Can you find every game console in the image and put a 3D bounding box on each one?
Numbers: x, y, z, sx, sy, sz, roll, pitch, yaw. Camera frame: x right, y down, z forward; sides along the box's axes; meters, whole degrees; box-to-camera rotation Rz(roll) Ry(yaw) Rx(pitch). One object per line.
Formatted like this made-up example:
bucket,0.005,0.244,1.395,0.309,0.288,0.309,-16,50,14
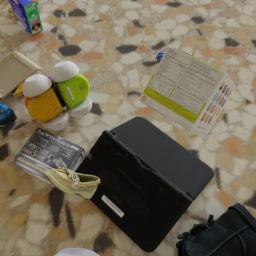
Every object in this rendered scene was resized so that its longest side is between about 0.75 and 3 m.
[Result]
game console,0.439,1.348,7.851,2.951,1.718,2.595,38,96,21

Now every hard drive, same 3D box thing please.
hard drive,-3.637,-1.532,9.634,0.581,0.182,0.861,4,59,2

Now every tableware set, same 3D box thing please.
tableware set,-4.392,-5.005,11.733,0.934,0.213,1.387,18,60,7

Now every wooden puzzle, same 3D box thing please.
wooden puzzle,-4.053,-1.818,9.587,1.916,0.332,2.840,-36,56,-17

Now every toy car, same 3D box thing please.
toy car,-2.215,-1.043,8.631,2.018,1.766,1.513,-33,35,-18

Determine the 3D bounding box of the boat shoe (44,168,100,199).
boat shoe,-0.892,0.865,4.685,0.468,1.282,0.403,33,84,35

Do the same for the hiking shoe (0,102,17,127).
hiking shoe,-4.505,-0.744,8.700,2.227,0.965,0.828,24,62,14

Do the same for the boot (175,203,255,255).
boot,2.473,3.093,6.436,2.018,0.911,2.463,-26,55,-17

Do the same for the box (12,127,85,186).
box,-2.256,0.849,8.076,1.635,0.395,1.295,22,61,13

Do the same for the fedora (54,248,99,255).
fedora,-1.096,3.316,6.006,2.264,2.002,1.022,16,30,24

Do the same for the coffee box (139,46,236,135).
coffee box,1.166,-0.670,5.348,1.174,1.172,1.161,34,102,27

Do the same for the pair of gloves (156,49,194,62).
pair of gloves,1.765,-2.243,10.056,1.448,0.205,1.801,-1,60,-1

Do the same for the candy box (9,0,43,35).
candy box,-3.894,-4.484,10.551,0.567,1.472,1.245,-38,76,-18
